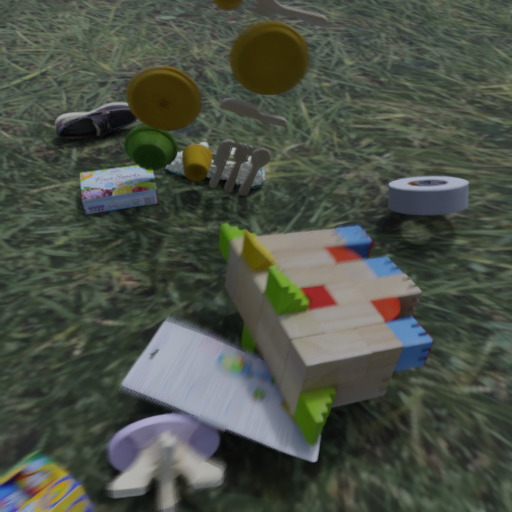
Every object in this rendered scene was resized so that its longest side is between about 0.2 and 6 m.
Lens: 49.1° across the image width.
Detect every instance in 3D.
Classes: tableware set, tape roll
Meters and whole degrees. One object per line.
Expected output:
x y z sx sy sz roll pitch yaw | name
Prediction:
-0.736 -2.730 9.236 2.657 3.944 0.605 12 48 -15 | tableware set
2.946 -1.050 9.630 1.313 0.434 1.313 -3 17 1 | tape roll

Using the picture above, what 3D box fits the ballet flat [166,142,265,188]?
-0.802 -1.891 11.050 2.128 0.763 0.763 13 41 16 | ballet flat

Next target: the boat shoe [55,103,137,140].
-3.492 -2.899 12.360 1.843 0.663 0.597 -11 47 -9 | boat shoe

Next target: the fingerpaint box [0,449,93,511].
-2.372 2.590 5.554 0.928 0.408 1.112 14 38 41 | fingerpaint box

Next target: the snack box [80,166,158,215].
-2.583 -1.275 10.540 1.354 0.359 0.963 -10 40 -12 | snack box

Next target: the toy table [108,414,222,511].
-0.925 2.165 5.853 1.174 1.079 0.688 -13 26 -10 | toy table

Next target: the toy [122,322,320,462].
-0.317 1.674 6.615 2.242 0.529 1.291 18 28 5 | toy

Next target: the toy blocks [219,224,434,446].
1.054 0.660 7.295 2.219 1.622 3.246 -6 37 -21 | toy blocks
